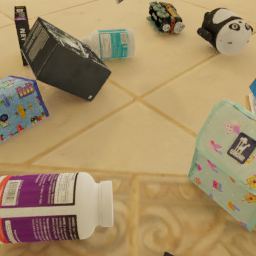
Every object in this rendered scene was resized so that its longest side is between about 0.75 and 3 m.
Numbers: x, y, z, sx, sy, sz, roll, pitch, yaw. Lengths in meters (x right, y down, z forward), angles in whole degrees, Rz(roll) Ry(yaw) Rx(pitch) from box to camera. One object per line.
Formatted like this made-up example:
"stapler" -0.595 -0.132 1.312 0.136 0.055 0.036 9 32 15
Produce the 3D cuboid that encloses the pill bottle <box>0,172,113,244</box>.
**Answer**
"pill bottle" -1.588 1.693 6.055 2.508 1.410 1.410 -2 43 -3

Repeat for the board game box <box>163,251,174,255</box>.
"board game box" 0.952 3.632 4.690 1.698 0.434 2.507 18 46 18

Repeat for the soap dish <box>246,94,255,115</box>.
"soap dish" 4.395 -0.438 8.929 1.164 0.601 1.479 8 43 8

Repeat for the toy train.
"toy train" 1.889 -5.598 14.175 1.496 1.119 2.625 -1 42 -15

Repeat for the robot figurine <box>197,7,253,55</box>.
"robot figurine" 4.237 -4.315 12.322 1.912 1.588 2.544 -41 43 17

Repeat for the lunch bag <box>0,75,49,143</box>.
"lunch bag" -4.394 -0.881 9.049 2.228 1.392 2.960 -35 44 -28

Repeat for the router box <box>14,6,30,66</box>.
"router box" -4.242 -3.764 11.481 0.500 1.959 1.461 -8 43 -15

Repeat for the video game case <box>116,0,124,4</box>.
"video game case" 0.049 -5.295 10.311 1.257 1.379 0.152 -36 86 -2

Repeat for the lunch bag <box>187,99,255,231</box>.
"lunch bag" 2.597 0.750 6.321 1.480 2.426 2.067 -28 51 -27

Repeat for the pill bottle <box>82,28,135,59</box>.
"pill bottle" -0.814 -3.530 11.811 2.142 1.187 1.187 -5 43 -6

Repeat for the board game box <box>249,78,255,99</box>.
"board game box" 5.286 -0.376 8.067 2.657 0.758 2.713 6 48 -16

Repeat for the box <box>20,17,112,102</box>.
"box" -2.145 -2.314 9.604 2.259 1.400 2.221 20 26 -45
